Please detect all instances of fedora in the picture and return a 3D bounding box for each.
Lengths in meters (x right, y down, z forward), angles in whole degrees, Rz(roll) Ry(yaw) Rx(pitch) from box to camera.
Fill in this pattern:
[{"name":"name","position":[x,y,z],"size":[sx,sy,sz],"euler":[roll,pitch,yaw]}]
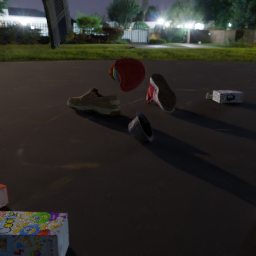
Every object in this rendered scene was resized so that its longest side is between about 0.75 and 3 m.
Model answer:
[{"name":"fedora","position":[0.355,0.020,8.732],"size":[0.524,1.026,1.161],"euler":[-26,9,19]}]

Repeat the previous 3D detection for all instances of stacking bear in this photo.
[{"name":"stacking bear","position":[-0.150,-2.164,10.952],"size":[1.130,1.207,1.987],"euler":[-19,17,-13]}]

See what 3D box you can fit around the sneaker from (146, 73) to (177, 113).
[{"name":"sneaker","position":[1.512,-1.278,13.126],"size":[0.891,1.407,2.502],"euler":[-2,47,-14]}]

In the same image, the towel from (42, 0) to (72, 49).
[{"name":"towel","position":[-2.019,-3.274,7.899],"size":[0.279,1.614,1.554],"euler":[8,43,7]}]

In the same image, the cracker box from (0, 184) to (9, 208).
[{"name":"cracker box","position":[-3.016,1.367,4.879],"size":[0.974,0.419,1.454],"euler":[9,20,27]}]

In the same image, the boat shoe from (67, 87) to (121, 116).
[{"name":"boat shoe","position":[-1.509,-1.268,12.314],"size":[2.830,1.078,1.014],"euler":[10,20,29]}]

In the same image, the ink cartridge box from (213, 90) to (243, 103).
[{"name":"ink cartridge box","position":[5.131,-1.634,14.469],"size":[1.232,0.510,0.898],"euler":[-2,17,-7]}]

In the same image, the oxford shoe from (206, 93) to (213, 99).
[{"name":"oxford shoe","position":[4.806,-1.779,15.257],"size":[1.185,0.342,0.445],"euler":[-3,14,-16]}]

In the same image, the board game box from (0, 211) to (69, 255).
[{"name":"board game box","position":[-1.440,1.572,3.961],"size":[1.081,0.567,0.557],"euler":[1,16,1]}]
